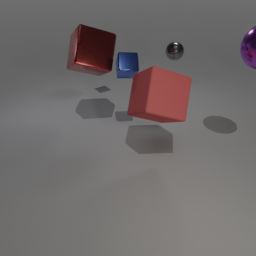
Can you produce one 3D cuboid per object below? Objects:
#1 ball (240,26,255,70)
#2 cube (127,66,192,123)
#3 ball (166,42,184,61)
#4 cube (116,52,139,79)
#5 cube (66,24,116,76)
[{"bbox_3d":[4.139,-2.439,8.457,1.400,1.400,1.400,0,30,0],"label":"ball"},{"bbox_3d":[0.965,-0.986,8.877,1.400,1.400,1.400,11,-5,-23],"label":"cube"},{"bbox_3d":[1.790,-2.935,10.709,0.700,0.700,0.700,0,30,0],"label":"ball"},{"bbox_3d":[-0.035,-2.229,10.019,0.700,0.700,0.700,-1,-13,-11],"label":"cube"},{"bbox_3d":[-1.393,-2.833,10.458,1.400,1.400,1.400,8,0,-24],"label":"cube"}]
